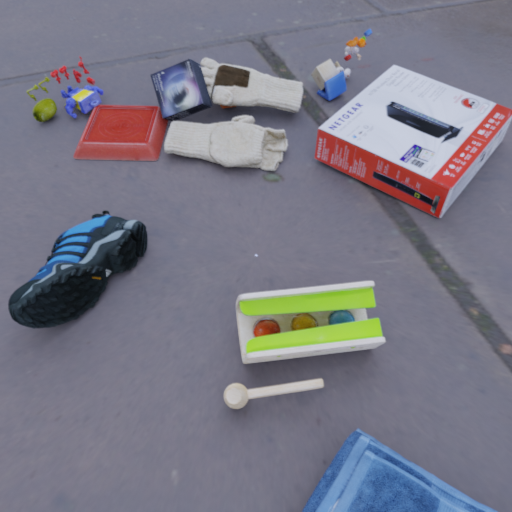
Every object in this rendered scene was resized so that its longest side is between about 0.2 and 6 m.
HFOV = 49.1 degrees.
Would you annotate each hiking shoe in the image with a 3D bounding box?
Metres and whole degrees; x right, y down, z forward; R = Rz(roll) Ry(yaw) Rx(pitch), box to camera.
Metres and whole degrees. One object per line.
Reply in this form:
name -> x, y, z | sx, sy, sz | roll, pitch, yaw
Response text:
hiking shoe -> -3.157, 0.211, 9.650 | 1.225, 1.051, 2.826 | 20, 40, 26

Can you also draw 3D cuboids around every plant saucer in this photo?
plant saucer -> -3.064, -2.906, 12.843 | 1.902, 0.350, 1.906 | 2, 46, 1

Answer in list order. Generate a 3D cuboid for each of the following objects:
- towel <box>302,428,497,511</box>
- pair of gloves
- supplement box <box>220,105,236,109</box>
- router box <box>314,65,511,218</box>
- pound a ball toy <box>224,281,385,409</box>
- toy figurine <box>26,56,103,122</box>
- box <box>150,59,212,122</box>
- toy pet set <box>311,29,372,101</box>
towel -> 2.227, 3.711, 6.402 | 3.574, 0.867, 1.995 | 27, 54, 22
pair of gloves -> -0.437, -3.247, 12.715 | 2.689, 0.554, 3.162 | 14, 57, 7
supplement box -> -0.821, -4.164, 13.974 | 0.394, 0.407, 1.183 | -12, 47, -12
router box -> 3.443, -2.630, 12.185 | 3.026, 0.824, 3.372 | 30, 54, 22
pound a ball toy -> 0.651, 1.376, 8.633 | 2.494, 1.060, 1.626 | -6, 75, -7
toy figurine -> -4.268, -3.773, 13.231 | 1.117, 0.984, 1.865 | 27, 54, 21
box -> -1.716, -3.794, 12.868 | 1.056, 1.065, 0.656 | -16, 2, 17
toy pet set -> 2.199, -4.567, 13.795 | 1.469, 1.573, 0.835 | -33, 92, -10
